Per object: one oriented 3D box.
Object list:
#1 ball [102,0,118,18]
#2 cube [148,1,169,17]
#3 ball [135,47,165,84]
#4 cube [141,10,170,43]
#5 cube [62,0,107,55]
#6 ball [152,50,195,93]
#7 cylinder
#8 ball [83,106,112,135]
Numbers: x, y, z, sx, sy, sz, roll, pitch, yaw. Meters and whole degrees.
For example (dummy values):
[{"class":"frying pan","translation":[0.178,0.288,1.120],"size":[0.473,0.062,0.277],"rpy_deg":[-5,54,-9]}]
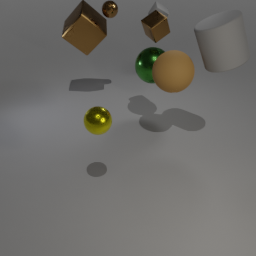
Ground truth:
[{"class":"ball","translation":[-0.768,-5.062,11.955],"size":[0.700,0.700,0.700],"rpy_deg":[0,32,0]},{"class":"cube","translation":[1.465,-5.487,13.451],"size":[0.700,0.700,0.700],"rpy_deg":[20,42,-24]},{"class":"ball","translation":[0.967,-2.438,10.928],"size":[1.400,1.400,1.400],"rpy_deg":[0,32,0]},{"class":"cube","translation":[1.010,-3.686,10.167],"size":[0.700,0.700,0.700],"rpy_deg":[-37,56,-3]},{"class":"cube","translation":[-1.891,-4.391,12.329],"size":[1.400,1.400,1.400],"rpy_deg":[31,37,-34]},{"class":"ball","translation":[1.509,-1.877,9.364],"size":[1.400,1.400,1.400],"rpy_deg":[0,32,0]},{"class":"cylinder","translation":[2.893,-2.648,8.603],"size":[1.400,1.400,1.400],"rpy_deg":[-20,30,12]},{"class":"ball","translation":[-0.734,-0.180,6.827],"size":[0.700,0.700,0.700],"rpy_deg":[0,32,0]}]
